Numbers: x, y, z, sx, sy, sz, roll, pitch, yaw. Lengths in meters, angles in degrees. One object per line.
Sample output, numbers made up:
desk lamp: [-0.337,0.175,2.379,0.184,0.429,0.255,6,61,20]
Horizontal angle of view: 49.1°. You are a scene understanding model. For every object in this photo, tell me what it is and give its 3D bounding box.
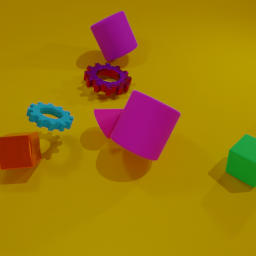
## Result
cone: [-0.322,-0.326,8.004,0.966,0.962,0.962,-27,47,7]
cube: [3.139,0.823,7.202,0.840,0.840,0.840,-35,46,-29]
gear: [-2.078,-0.314,7.513,1.193,0.221,1.193,19,23,-9]
cylinder: [0.453,-0.071,7.352,1.400,1.400,1.400,29,96,25]
cube: [-2.801,0.568,7.286,0.824,0.824,0.824,-5,6,-2]
cylinder: [-0.522,-3.505,10.711,1.395,1.395,1.395,-22,24,10]
gear: [-0.714,-1.748,9.901,1.654,0.306,1.654,9,41,-7]
